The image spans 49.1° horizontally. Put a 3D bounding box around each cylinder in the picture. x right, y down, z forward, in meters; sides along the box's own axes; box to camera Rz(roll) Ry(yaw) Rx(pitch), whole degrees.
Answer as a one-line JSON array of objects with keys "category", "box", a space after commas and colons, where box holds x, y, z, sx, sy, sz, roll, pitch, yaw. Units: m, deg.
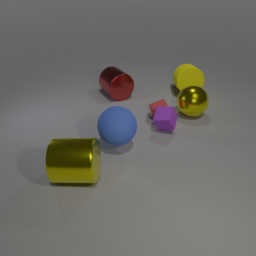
[{"category": "cylinder", "box": [3.142, -2.568, 14.647, 1.400, 1.400, 1.400, 0, 20, 1]}, {"category": "cylinder", "box": [-1.651, 1.005, 8.721, 1.400, 1.400, 1.400, -1, 30, 5]}, {"category": "cylinder", "box": [-0.604, -2.300, 14.385, 1.400, 1.400, 1.400, -15, 34, -23]}, {"category": "cylinder", "box": [1.384, -0.853, 12.415, 0.700, 0.700, 0.700, -22, 32, -1]}]

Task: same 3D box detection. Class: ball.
[{"category": "ball", "box": [2.891, -1.192, 12.503, 1.400, 1.400, 1.400, 0, 30, 0]}, {"category": "ball", "box": [-0.378, -0.075, 9.862, 1.400, 1.400, 1.400, 0, 30, 0]}]

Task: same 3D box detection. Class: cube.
[{"category": "cube", "box": [1.513, -0.389, 11.259, 0.700, 0.700, 0.700, -1, 55, 31]}]
